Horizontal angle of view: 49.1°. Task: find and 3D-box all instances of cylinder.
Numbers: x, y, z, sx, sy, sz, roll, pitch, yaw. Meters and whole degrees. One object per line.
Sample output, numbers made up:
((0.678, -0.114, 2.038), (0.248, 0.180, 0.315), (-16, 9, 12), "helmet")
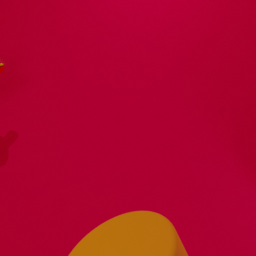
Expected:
((0.133, 1.807, 2.957), (1.305, 1.305, 1.305), (-29, 106, -12), "cylinder")

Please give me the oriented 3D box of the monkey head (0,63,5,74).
((-3.206, -1.397, 5.779), (1.085, 1.509, 0.909), (-35, 102, -52), "monkey head")
